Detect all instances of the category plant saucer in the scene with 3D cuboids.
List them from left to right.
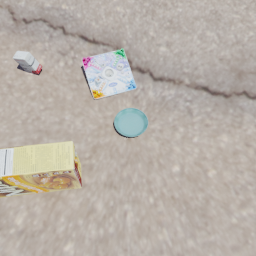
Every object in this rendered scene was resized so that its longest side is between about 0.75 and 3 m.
[{"bbox_3d":[0.100,-0.145,8.713,1.053,0.189,1.053,1,59,-1],"label":"plant saucer"}]

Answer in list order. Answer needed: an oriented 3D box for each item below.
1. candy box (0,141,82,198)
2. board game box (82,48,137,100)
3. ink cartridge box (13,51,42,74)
[{"bbox_3d":[-2.715,1.132,7.125,2.899,1.673,0.802,-6,63,-5],"label":"candy box"},{"bbox_3d":[-0.627,-1.846,9.386,1.512,0.196,1.513,-16,79,-11],"label":"board game box"},{"bbox_3d":[-3.376,-2.212,9.442,0.567,0.786,0.329,12,70,25],"label":"ink cartridge box"}]
